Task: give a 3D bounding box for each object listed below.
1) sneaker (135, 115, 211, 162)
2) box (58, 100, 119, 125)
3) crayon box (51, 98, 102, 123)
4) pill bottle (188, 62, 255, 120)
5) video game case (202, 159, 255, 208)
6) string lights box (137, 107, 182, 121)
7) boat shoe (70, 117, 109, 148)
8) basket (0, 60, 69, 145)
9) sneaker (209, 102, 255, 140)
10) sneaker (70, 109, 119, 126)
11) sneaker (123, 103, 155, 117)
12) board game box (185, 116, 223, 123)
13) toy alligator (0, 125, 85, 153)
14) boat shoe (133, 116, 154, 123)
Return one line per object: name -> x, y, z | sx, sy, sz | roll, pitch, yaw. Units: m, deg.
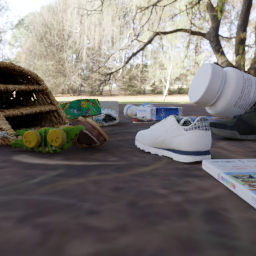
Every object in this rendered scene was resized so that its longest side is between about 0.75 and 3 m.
sneaker -> 0.847, 0.132, 5.554 | 0.763, 0.804, 1.996 | -7, 7, -34
box -> -1.893, -0.698, 12.116 | 2.894, 0.989, 1.189 | -4, 8, -31
crayon box -> -2.138, -0.508, 9.753 | 2.093, 0.610, 1.243 | -12, 1, 26
pill bottle -> 3.282, -0.916, 8.425 | 2.637, 1.495, 1.495 | 19, 2, -13
video game case -> 1.867, 0.665, 3.578 | 1.288, 0.162, 1.799 | 0, 6, -4
string lights box -> 1.603, -0.743, 14.152 | 2.127, 0.627, 1.093 | -4, 8, -34
boat shoe -> -1.000, 0.170, 6.424 | 0.649, 0.649, 1.845 | -42, 17, -14
basket -> -3.167, -0.787, 7.725 | 2.226, 2.132, 2.987 | 1, 7, 16
sneaker -> 3.293, -0.342, 7.489 | 2.351, 1.347, 0.899 | -1, 4, 12
sneaker -> -1.322, -0.430, 10.998 | 2.088, 0.783, 0.905 | -2, 12, -16
sneaker -> 0.858, -0.810, 14.943 | 2.222, 0.833, 0.963 | -10, 24, -42
board game box -> 2.545, -0.120, 9.337 | 1.472, 0.454, 1.472 | 7, 9, 39
toy alligator -> -1.865, 0.269, 5.809 | 2.145, 0.515, 0.711 | -4, 4, 18
boat shoe -> 0.678, -0.381, 12.414 | 0.974, 0.305, 0.347 | 0, 4, -15
